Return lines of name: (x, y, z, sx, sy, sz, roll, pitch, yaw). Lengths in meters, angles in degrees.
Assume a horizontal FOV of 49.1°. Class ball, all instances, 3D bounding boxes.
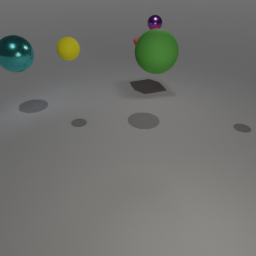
ball: (0.914, -2.445, 8.981, 1.400, 1.400, 1.400, 0, 29, 0)
ball: (-4.348, -2.847, 10.792, 1.400, 1.400, 1.400, 0, 29, 0)
ball: (-1.845, -2.443, 8.638, 0.700, 0.700, 0.700, 0, 29, 0)
ball: (1.248, -4.880, 13.009, 0.700, 0.700, 0.700, 0, 29, 0)

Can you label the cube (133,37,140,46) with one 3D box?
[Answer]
cube: (1.253, -3.817, 13.664, 1.400, 1.400, 1.400, -23, 30, -1)
